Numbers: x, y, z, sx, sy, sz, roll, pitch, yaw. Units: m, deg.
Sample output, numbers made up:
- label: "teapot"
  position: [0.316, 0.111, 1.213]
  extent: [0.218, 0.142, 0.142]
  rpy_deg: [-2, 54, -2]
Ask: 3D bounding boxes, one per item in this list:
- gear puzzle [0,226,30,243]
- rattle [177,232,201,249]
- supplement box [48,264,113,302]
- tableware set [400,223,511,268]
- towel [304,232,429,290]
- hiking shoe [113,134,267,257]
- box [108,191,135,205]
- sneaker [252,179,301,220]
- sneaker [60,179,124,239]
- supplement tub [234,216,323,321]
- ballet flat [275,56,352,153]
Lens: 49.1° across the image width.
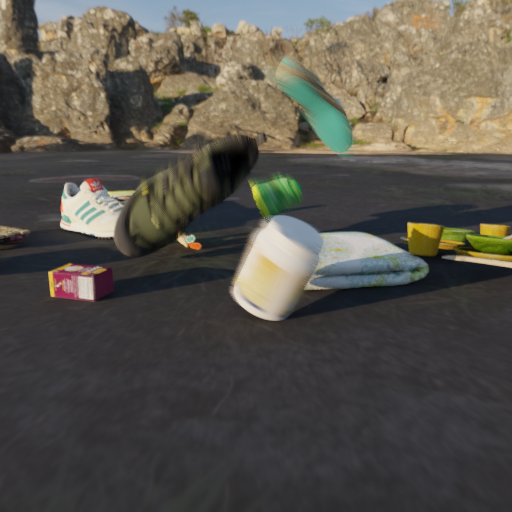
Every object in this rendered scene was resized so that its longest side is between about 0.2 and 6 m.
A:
- label: "gear puzzle"
  position: [-6.369, -0.424, 12.939]
  extent: [2.506, 0.328, 1.298]
  rpy_deg: [8, 18, 41]
- label: "rattle"
  position: [-1.826, -0.324, 12.413]
  extent: [0.759, 0.692, 1.063]
  rpy_deg: [-27, 57, -27]
- label: "supplement box"
  position: [-2.837, 0.426, 9.095]
  extent: [0.852, 0.439, 0.557]
  rpy_deg: [5, 15, 18]
- label: "tableware set"
  position: [4.089, -0.381, 10.903]
  extent: [2.787, 0.635, 4.138]
  rpy_deg: [9, 9, 34]
- label: "towel"
  position: [1.546, 0.081, 10.280]
  extent: [2.457, 0.592, 2.103]
  rpy_deg: [-3, 17, -13]
- label: "hiking shoe"
  position: [-1.342, -1.327, 10.858]
  extent: [3.470, 1.314, 1.747]
  rpy_deg: [-43, 8, -14]
- label: "box"
  position: [-3.775, -1.456, 16.328]
  extent: [0.945, 0.629, 2.510]
  rpy_deg: [-4, 14, -19]
- label: "sneaker"
  position: [0.553, -1.515, 13.666]
  extent: [0.958, 0.849, 2.294]
  rpy_deg: [-19, 12, 21]
- label: "sneaker"
  position: [-3.892, -1.211, 13.865]
  extent: [2.824, 1.320, 0.994]
  rpy_deg: [10, 16, 36]
- label: "supplement tub"
  position: [0.320, 0.169, 7.906]
  extent: [0.927, 1.284, 0.927]
  rpy_deg: [20, 28, -12]
- label: "ballet flat"
  position: [1.141, -2.813, 10.166]
  extent: [0.700, 2.065, 0.777]
  rpy_deg: [-19, 42, 39]
